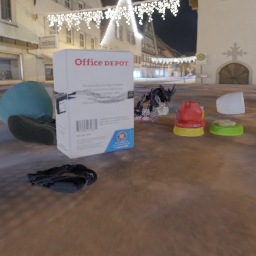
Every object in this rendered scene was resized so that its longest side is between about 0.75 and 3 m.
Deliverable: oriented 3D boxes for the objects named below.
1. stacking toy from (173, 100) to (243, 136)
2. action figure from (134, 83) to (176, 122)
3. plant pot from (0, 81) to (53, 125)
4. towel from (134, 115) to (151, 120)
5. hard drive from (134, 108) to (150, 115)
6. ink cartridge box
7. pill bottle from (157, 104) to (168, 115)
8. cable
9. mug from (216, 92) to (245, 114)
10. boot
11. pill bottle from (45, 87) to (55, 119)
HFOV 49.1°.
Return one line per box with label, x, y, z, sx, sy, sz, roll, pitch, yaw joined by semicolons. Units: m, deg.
stacking toy;3.167;-0.571;11.435;2.674;1.248;2.954;1;12;6
action figure;0.994;-0.985;12.589;2.742;1.399;1.629;-20;-15;10
plant pot;-3.642;-0.578;10.628;1.362;2.023;2.023;43;31;21
towel;0.528;-0.515;13.801;1.456;0.218;1.066;1;9;2
hard drive;0.171;-0.849;14.230;2.254;0.296;1.486;2;0;-12
ink cartridge box;-0.992;-0.801;8.344;2.122;2.934;1.236;-7;14;-32
pill bottle;1.670;-0.997;15.115;0.578;0.578;1.010;-9;15;-36
cable;-1.423;1.005;6.015;1.464;0.372;1.194;1;12;7
mug;5.648;-1.234;15.409;1.347;1.135;1.537;-7;-23;26
boot;-2.658;-0.156;10.253;2.321;0.926;2.553;19;25;19
pill bottle;-2.663;-1.134;13.186;2.938;1.647;1.647;-11;16;-44
